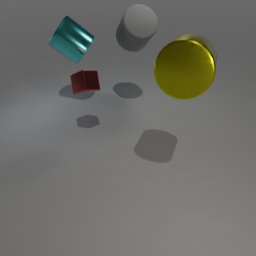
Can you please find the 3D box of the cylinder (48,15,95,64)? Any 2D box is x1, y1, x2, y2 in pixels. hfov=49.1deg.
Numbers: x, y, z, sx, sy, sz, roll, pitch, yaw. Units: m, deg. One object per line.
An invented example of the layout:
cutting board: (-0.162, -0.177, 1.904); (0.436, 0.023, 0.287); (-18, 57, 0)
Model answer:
cylinder: (-2.337, -3.632, 11.590); (1.400, 1.400, 1.400); (34, 26, -21)

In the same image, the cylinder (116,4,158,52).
cylinder: (0.326, -3.989, 11.330); (1.400, 1.400, 1.400); (-10, -4, -15)

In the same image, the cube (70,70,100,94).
cube: (-1.498, -1.600, 9.822); (0.700, 0.700, 0.700); (-9, 1, 40)

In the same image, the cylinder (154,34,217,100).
cylinder: (1.453, -1.540, 6.923); (1.400, 1.400, 1.400); (9, 25, 14)
